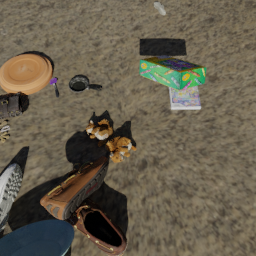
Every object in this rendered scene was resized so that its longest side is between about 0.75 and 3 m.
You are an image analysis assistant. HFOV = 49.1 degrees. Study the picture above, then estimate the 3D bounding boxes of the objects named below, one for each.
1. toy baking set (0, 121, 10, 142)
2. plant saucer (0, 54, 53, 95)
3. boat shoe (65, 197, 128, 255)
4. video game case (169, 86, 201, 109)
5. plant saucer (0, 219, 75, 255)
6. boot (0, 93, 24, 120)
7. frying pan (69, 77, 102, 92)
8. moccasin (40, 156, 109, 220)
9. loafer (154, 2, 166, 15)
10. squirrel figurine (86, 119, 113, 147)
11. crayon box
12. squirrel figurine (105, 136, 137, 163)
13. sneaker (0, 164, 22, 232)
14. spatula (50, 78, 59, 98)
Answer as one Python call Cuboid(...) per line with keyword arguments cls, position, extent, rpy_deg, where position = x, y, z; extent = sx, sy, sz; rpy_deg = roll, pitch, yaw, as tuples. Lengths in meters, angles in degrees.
Cuboid(cls="toy baking set", position=(-5.160, 0.228, 11.204), extent=(0.831, 0.126, 1.082), rpy_deg=(-8, 58, -8))
Cuboid(cls="plant saucer", position=(-4.686, -2.544, 12.768), extent=(2.432, 0.393, 2.432), rpy_deg=(0, 58, 0))
Cuboid(cls="boat shoe", position=(-1.221, 2.887, 8.989), extent=(2.984, 1.049, 1.050), rpy_deg=(32, 63, 20))
Cuboid(cls="video game case", position=(2.454, -1.568, 12.296), extent=(1.262, 0.159, 1.762), rpy_deg=(0, 58, 0))
Cuboid(cls="plant saucer", position=(-2.830, 3.643, 8.115), extent=(2.744, 2.744, 0.528), rpy_deg=(-15, 103, -9))
Cuboid(cls="boot", position=(-5.221, -0.490, 11.259), extent=(1.941, 0.772, 2.230), rpy_deg=(-9, 56, -5))
Cuboid(cls="frying pan", position=(-1.910, -1.927, 12.481), extent=(1.457, 0.237, 0.882), rpy_deg=(-3, 59, -4))
Cuboid(cls="moccasin", position=(-1.618, 1.761, 9.227), extent=(1.151, 1.090, 2.981), rpy_deg=(26, 39, 17))
Cuboid(cls="loafer", position=(1.801, -6.568, 15.303), extent=(0.389, 0.390, 1.115), rpy_deg=(-26, 60, -6))
Cuboid(cls="squirrel figurine", position=(-1.142, 0.070, 11.070), extent=(0.925, 0.701, 0.991), rpy_deg=(30, 48, 29))
Cuboid(cls="crayon box", position=(1.584, -2.085, 10.275), extent=(1.303, 0.639, 2.195), rpy_deg=(-18, 33, -31))
Cuboid(cls="squirrel figurine", position=(-0.370, 0.826, 10.585), extent=(1.025, 0.725, 0.957), rpy_deg=(26, 71, 31))
Cuboid(cls="sneaker", position=(-4.416, 2.273, 9.504), extent=(0.969, 0.919, 2.406), rpy_deg=(5, 56, 14))
Cuboid(cls="spatula", position=(-3.234, -1.789, 12.448), extent=(0.335, 0.122, 1.187), rpy_deg=(-24, 62, 2))
